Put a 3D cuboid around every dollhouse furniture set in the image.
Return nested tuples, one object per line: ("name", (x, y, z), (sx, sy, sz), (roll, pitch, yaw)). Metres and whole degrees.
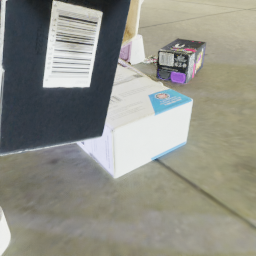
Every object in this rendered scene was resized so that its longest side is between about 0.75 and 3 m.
("dollhouse furniture set", (0.027, -2.118, 7.920), (2.005, 2.825, 2.238), (40, 58, 23))

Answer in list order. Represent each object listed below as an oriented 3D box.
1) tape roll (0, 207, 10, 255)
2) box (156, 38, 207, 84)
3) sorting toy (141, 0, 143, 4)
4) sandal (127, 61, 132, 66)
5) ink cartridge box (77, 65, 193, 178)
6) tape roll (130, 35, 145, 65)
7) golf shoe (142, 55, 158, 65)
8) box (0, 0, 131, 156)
("tape roll", (-2.217, 1.553, 4.172), (0.781, 0.536, 0.781), (0, 32, 0))
("box", (1.947, -2.481, 10.119), (1.181, 1.025, 1.932), (16, 35, 24))
("sorting toy", (-0.221, -4.752, 8.609), (0.433, 2.200, 2.376), (-9, 59, -45))
("sandal", (-0.022, -1.905, 9.815), (0.379, 0.568, 1.389), (-14, 36, 19))
("ink cartridge box", (-0.325, -0.415, 6.636), (2.122, 1.224, 2.925), (-22, 38, -31))
("tape roll", (-0.027, -3.067, 11.012), (1.301, 0.893, 1.301), (-7, 29, 4))
("golf shoe", (0.907, -2.752, 11.177), (0.859, 0.378, 0.331), (3, 33, 8))
("box", (-1.452, -1.446, 3.817), (1.625, 2.622, 2.578), (-9, 32, -45))
